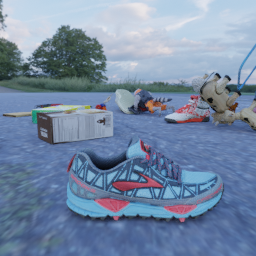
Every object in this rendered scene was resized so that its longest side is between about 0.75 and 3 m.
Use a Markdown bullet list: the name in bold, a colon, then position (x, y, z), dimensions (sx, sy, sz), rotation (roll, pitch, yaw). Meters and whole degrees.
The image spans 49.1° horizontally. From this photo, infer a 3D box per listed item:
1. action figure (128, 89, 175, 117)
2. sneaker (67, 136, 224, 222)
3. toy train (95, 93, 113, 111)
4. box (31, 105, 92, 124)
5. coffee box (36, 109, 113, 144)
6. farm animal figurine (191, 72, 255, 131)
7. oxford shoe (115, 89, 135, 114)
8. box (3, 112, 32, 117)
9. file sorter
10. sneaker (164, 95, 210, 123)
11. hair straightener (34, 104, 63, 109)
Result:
- **action figure**: position (1.175, -1.262, 12.760), dimensions (2.113, 1.143, 2.185), rotation (31, 39, 33)
- **sneaker**: position (0.206, 0.504, 2.984), dimensions (1.727, 0.825, 0.685), rotation (-1, 9, -6)
- **toy train**: position (-0.664, -0.457, 8.302), dimensions (1.057, 0.612, 0.447), rotation (-40, -5, 18)
- **box**: position (-2.404, -0.560, 10.701), dimensions (1.384, 0.571, 2.359), rotation (2, 12, 18)
- **coffee box**: position (-1.347, -0.086, 7.205), dimensions (1.707, 0.680, 0.976), rotation (-6, 11, -36)
- **farm animal figurine**: position (3.046, -0.656, 8.697), dimensions (2.288, 1.206, 2.314), rotation (42, -1, -12)
- **oxford shoe**: position (-0.101, -1.203, 14.247), dimensions (1.086, 0.834, 2.890), rotation (5, 22, -15)
- **box**: position (-4.753, -0.597, 12.317), dimensions (0.912, 0.119, 1.116), rotation (5, 11, 30)
- **file sorter**: position (4.797, -1.454, 8.126), dimensions (2.728, 1.674, 1.893), rotation (36, -3, 26)
- **sneaker**: position (2.160, -0.705, 10.195), dimensions (1.823, 0.977, 0.609), rotation (-3, 9, -17)
- **hair straightener**: position (-4.485, -1.191, 15.768), dimensions (1.593, 0.326, 0.613), rotation (-10, 12, -28)
